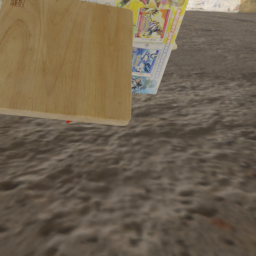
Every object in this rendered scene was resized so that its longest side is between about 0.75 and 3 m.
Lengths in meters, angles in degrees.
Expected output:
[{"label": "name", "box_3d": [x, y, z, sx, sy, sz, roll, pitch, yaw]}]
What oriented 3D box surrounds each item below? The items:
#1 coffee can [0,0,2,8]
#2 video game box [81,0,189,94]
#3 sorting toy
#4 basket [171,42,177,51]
[{"label": "coffee can", "box_3d": [-3.177, -3.147, 7.463, 1.819, 1.331, 1.331, -44, 40, -6]}, {"label": "video game box", "box_3d": [-0.263, -1.960, 5.929, 2.518, 2.764, 0.647, 2, 47, -14]}, {"label": "sorting toy", "box_3d": [-1.039, -1.052, 4.650, 2.122, 0.743, 2.135, 6, 68, -10]}, {"label": "basket", "box_3d": [-0.191, -2.853, 8.167, 2.578, 2.073, 2.554, -17, 11, 1]}]
